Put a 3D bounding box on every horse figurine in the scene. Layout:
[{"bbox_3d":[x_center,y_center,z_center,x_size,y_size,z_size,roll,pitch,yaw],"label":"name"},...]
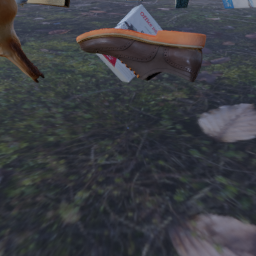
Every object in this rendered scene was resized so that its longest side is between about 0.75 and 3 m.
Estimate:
[{"bbox_3d":[-2.072,-1.770,4.080,1.693,2.554,0.638,44,65,7],"label":"horse figurine"}]

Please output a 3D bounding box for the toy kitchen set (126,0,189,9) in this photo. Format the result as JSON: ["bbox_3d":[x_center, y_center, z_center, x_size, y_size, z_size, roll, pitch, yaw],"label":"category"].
[{"bbox_3d":[0.830,-3.645,7.548,1.744,1.027,1.397,1,-9,3],"label":"toy kitchen set"}]

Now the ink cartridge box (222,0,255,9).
[{"bbox_3d":[3.329,-3.905,7.125,1.202,1.196,1.639,-37,32,-11],"label":"ink cartridge box"}]

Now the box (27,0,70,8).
[{"bbox_3d":[-1.834,-3.479,6.298,1.652,1.350,0.176,21,18,32],"label":"box"}]

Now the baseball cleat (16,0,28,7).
[{"bbox_3d":[-2.241,-2.792,5.588,0.344,0.525,0.986,-18,44,-14],"label":"baseball cleat"}]

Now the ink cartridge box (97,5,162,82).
[{"bbox_3d":[0.101,-2.225,7.464,1.648,1.197,0.687,-47,20,-4],"label":"ink cartridge box"}]

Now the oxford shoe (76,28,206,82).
[{"bbox_3d":[0.115,-1.382,5.334,2.566,0.935,0.915,12,20,25],"label":"oxford shoe"}]
